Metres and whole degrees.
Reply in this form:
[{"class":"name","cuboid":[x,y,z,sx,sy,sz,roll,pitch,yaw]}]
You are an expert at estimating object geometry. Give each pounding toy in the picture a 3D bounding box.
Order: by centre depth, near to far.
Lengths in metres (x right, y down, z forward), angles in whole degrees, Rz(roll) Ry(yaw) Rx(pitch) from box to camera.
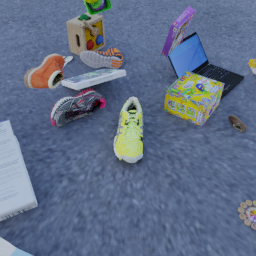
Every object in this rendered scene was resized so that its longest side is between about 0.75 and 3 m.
[{"class":"pounding toy","cuboid":[-2.092,-4.986,14.583,1.558,2.192,2.018,25,48,25]}]

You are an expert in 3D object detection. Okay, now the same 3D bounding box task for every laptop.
[{"class":"laptop","cuboid":[3.565,-2.894,12.781,2.952,1.525,2.616,31,51,30]}]

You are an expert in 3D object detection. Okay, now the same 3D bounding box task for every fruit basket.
[{"class":"fruit basket","cuboid":[-1.349,-5.347,11.015,1.215,1.684,1.684,-26,48,-17]}]

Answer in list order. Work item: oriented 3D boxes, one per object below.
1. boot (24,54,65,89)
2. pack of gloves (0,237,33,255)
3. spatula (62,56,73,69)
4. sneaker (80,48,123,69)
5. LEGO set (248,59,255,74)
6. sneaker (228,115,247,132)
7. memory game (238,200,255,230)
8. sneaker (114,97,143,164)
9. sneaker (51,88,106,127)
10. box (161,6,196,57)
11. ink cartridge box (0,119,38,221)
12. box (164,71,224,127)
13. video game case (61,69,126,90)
[{"class":"boot","cuboid":[-1.363,-1.037,5.200,0.580,0.406,1.082,8,41,16]},{"class":"pack of gloves","cuboid":[-2.918,3.678,6.487,2.011,0.397,1.690,15,51,24]},{"class":"spatula","cuboid":[-3.513,-3.339,14.324,1.008,0.116,1.449,11,43,10]},{"class":"sneaker","cuboid":[-1.280,-3.602,14.215,2.146,0.832,1.202,13,39,-1]},{"class":"LEGO set","cuboid":[6.077,-2.498,12.658,1.201,1.116,2.926,4,41,4]},{"class":"sneaker","cuboid":[4.115,-0.181,10.681,0.330,0.308,0.873,-24,47,-21]},{"class":"memory game","cuboid":[3.613,2.449,7.946,0.965,0.061,0.965,0,43,0]},{"class":"sneaker","cuboid":[0.026,0.014,9.882,1.073,1.087,2.846,0,43,-3]},{"class":"sneaker","cuboid":[-1.926,-0.783,10.851,0.911,0.983,2.439,33,51,28]},{"class":"box","cuboid":[1.759,-3.385,9.986,0.308,1.578,1.080,38,68,9]},{"class":"ink cartridge box","cuboid":[-4.456,1.436,8.070,2.877,0.635,2.930,-18,63,-18]},{"class":"box","cuboid":[2.640,-1.236,11.257,1.712,1.085,1.778,26,47,25]},{"class":"video game case","cuboid":[-1.558,-2.170,12.167,2.215,0.285,2.437,-20,20,-21]}]
